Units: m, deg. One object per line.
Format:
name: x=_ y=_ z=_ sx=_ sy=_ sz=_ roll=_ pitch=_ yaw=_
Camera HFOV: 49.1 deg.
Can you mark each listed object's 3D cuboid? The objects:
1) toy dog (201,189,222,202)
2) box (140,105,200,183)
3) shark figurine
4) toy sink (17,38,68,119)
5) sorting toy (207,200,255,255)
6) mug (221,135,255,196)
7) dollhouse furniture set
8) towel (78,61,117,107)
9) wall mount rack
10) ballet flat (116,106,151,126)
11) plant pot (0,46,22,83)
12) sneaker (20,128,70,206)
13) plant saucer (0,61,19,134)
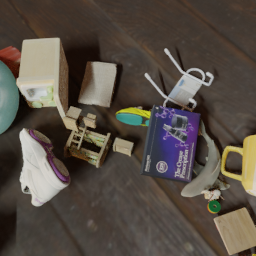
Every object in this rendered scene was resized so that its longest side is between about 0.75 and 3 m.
toy dog: x=2.478 y=2.017 z=8.091 sx=0.574 sy=0.871 sz=0.419 roll=-13 pitch=72 yaw=22
box: x=1.264 y=0.501 z=8.505 sx=1.471 sy=0.822 sz=2.084 roll=10 pitch=77 yaw=2
shark figurine: x=2.511 y=0.899 z=8.515 sx=1.493 sy=1.043 sz=2.499 roll=9 pitch=66 yaw=3
toy sink: x=-2.816 y=-1.567 z=9.435 sx=1.341 sy=1.560 sz=2.394 roll=-5 pitch=64 yaw=-2
sorting toy: x=3.058 y=2.949 z=7.827 sx=0.994 sy=0.349 sz=2.062 roll=-16 pitch=64 yaw=-8
mug: x=3.950 y=1.226 z=8.318 sx=1.523 sy=1.901 sz=1.561 roll=26 pitch=72 yaw=-24
dollhouse furniture set: x=-0.914 y=0.453 z=8.318 sx=1.936 sy=1.712 sz=1.076 roll=17 pitch=65 yaw=9
towel: x=-1.071 y=-1.604 z=10.133 sx=1.182 sy=0.307 sz=1.783 roll=8 pitch=67 yaw=5
wall mount rack: x=1.780 y=-1.666 z=9.871 sx=2.006 sy=0.861 sz=2.309 roll=31 pitch=66 yaw=15
ballet flat: x=0.556 y=-0.388 z=9.395 sx=1.908 sy=0.637 sz=0.639 roll=13 pitch=56 yaw=-1
plant pot: x=-4.375 y=-2.002 z=9.761 sx=1.557 sy=1.557 sz=1.515 roll=39 pitch=62 yaw=18
sneaker: x=-2.786 y=1.023 z=8.209 sx=1.410 sy=1.060 sz=2.830 roll=-47 pitch=46 yaw=4
plant saucer: x=-4.887 y=-0.998 z=8.969 sx=2.787 sy=0.501 sz=2.787 roll=1 pitch=93 yaw=11
